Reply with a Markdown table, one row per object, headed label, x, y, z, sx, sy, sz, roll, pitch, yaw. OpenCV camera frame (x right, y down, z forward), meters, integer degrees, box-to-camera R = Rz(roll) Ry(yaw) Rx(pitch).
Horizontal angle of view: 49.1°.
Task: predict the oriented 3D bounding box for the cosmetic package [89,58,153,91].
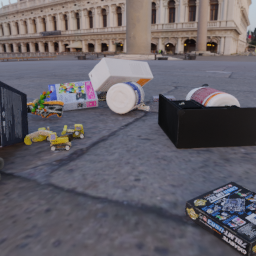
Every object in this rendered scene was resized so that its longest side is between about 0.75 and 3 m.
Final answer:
| label | x | y | z | sx | sy | sz | roll | pitch | yaw |
| --- | --- | --- | --- | --- | --- | --- | --- | --- | --- |
| cosmetic package | -0.294 | -2.505 | 13.499 | 2.792 | 0.995 | 1.416 | -6 | -20 | -41 |

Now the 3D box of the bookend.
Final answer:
| label | x | y | z | sx | sy | sz | roll | pitch | yaw |
| --- | --- | --- | --- | --- | --- | --- | --- | --- | --- |
| bookend | 2.561 | -0.359 | 9.388 | 2.631 | 1.212 | 2.614 | -1 | 17 | -6 |

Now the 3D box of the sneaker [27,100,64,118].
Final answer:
| label | x | y | z | sx | sy | sz | roll | pitch | yaw |
| --- | --- | --- | --- | --- | --- | --- | --- | --- | --- |
| sneaker | -3.442 | -0.715 | 11.255 | 1.741 | 0.672 | 0.681 | -4 | 0 | 1 |

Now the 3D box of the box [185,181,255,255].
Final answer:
| label | x | y | z | sx | sy | sz | roll | pitch | yaw |
| --- | --- | --- | --- | --- | --- | --- | --- | --- | --- |
| box | 1.931 | 1.494 | 4.874 | 1.338 | 0.332 | 1.328 | -11 | 20 | -32 |

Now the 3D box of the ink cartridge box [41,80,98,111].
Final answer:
| label | x | y | z | sx | sy | sz | roll | pitch | yaw |
| --- | --- | --- | --- | --- | --- | --- | --- | --- | --- |
| ink cartridge box | -2.755 | -1.486 | 13.016 | 2.547 | 0.534 | 1.520 | -10 | 47 | -11 |

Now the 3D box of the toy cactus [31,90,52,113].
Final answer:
| label | x | y | z | sx | sy | sz | roll | pitch | yaw |
| --- | --- | --- | --- | --- | --- | --- | --- | --- | --- |
| toy cactus | -3.267 | -0.975 | 10.497 | 0.532 | 1.041 | 0.859 | 37 | -19 | -34 |

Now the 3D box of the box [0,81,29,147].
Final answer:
| label | x | y | z | sx | sy | sz | roll | pitch | yaw |
| --- | --- | --- | --- | --- | --- | --- | --- | --- | --- |
| box | -4.012 | -0.282 | 7.382 | 2.180 | 1.537 | 2.947 | -3 | 0 | -7 |

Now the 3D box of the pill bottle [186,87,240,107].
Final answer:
| label | x | y | z | sx | sy | sz | roll | pitch | yaw |
| --- | --- | --- | --- | --- | --- | --- | --- | --- | --- |
| pill bottle | 3.138 | -0.864 | 10.822 | 1.333 | 1.333 | 2.360 | -3 | 18 | -10 |

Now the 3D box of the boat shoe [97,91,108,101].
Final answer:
| label | x | y | z | sx | sy | sz | roll | pitch | yaw |
| --- | --- | --- | --- | --- | --- | --- | --- | --- | --- |
| boat shoe | -1.167 | -1.787 | 15.032 | 1.652 | 0.606 | 0.615 | 5 | 18 | 16 |

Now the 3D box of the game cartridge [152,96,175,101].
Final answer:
| label | x | y | z | sx | sy | sz | roll | pitch | yaw |
| --- | --- | --- | --- | --- | --- | --- | --- | --- | --- |
| game cartridge | 1.926 | -1.606 | 15.174 | 1.153 | 0.221 | 0.747 | -1 | 13 | -2 |

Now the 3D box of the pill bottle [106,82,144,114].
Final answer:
| label | x | y | z | sx | sy | sz | roll | pitch | yaw |
| --- | --- | --- | --- | --- | --- | --- | --- | --- | --- |
| pill bottle | 0.002 | -1.423 | 12.570 | 1.271 | 1.271 | 2.291 | 5 | 13 | 16 |

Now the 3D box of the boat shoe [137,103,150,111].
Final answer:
| label | x | y | z | sx | sy | sz | roll | pitch | yaw |
| --- | --- | --- | --- | --- | --- | --- | --- | --- | --- |
| boat shoe | 0.715 | -1.018 | 13.025 | 0.280 | 0.323 | 0.758 | -13 | 21 | -35 |

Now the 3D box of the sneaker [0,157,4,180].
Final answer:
| label | x | y | z | sx | sy | sz | roll | pitch | yaw |
| --- | --- | --- | --- | --- | --- | --- | --- | --- | --- |
| sneaker | -3.149 | 0.984 | 5.738 | 0.923 | 0.868 | 2.253 | 4 | 17 | -9 |

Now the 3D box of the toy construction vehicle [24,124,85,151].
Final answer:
| label | x | y | z | sx | sy | sz | roll | pitch | yaw |
| --- | --- | --- | --- | --- | --- | --- | --- | --- | --- |
| toy construction vehicle | -2.214 | 0.181 | 8.689 | 1.656 | 0.583 | 1.441 | -2 | 17 | -5 |

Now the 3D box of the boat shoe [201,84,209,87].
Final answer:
| label | x | y | z | sx | sy | sz | roll | pitch | yaw |
| --- | --- | --- | --- | --- | --- | --- | --- | --- | --- |
| boat shoe | 4.817 | -2.526 | 17.743 | 0.525 | 0.438 | 1.406 | 10 | 21 | 24 |
